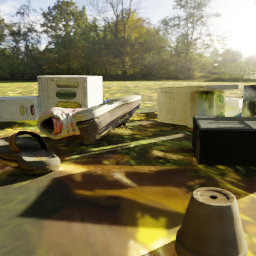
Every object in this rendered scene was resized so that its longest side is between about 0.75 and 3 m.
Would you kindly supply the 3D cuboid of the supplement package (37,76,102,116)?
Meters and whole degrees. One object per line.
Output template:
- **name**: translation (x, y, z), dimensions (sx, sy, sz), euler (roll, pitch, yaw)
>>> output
- **supplement package**: translation (-2.604, -1.488, 12.924), dimensions (2.405, 1.825, 1.811), euler (3, 11, 14)

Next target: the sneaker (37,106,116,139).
- **sneaker**: translation (-1.591, -0.136, 8.774), dimensions (2.601, 0.979, 1.360), euler (2, 15, 8)

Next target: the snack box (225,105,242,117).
- **snack box**: translation (4.313, -0.638, 12.171), dimensions (0.872, 0.278, 1.500), euler (-24, 19, -16)

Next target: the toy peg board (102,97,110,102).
- **toy peg board**: translation (-1.794, -1.436, 15.395), dimensions (1.567, 0.770, 1.573), euler (6, 14, 29)

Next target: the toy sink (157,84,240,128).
- **toy sink**: translation (2.652, -0.858, 10.796), dimensions (1.800, 1.547, 2.762), euler (-7, 9, -31)

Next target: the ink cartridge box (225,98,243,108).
- **ink cartridge box**: translation (4.616, -1.074, 13.658), dimensions (1.808, 0.759, 1.309), euler (8, 14, 33)

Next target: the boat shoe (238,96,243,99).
- **boat shoe**: translation (6.503, -1.345, 15.014), dimensions (0.757, 0.841, 2.331), euler (-12, 12, -7)

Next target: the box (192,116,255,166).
- **box**: translation (2.827, 0.272, 6.879), dimensions (2.333, 0.920, 1.646), euler (1, 15, 8)

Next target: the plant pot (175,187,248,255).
- **plant pot**: translation (0.989, 1.130, 3.289), dimensions (0.835, 0.725, 0.835), euler (1, 13, 0)

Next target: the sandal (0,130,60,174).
- **sandal**: translation (-2.428, 0.437, 6.609), dimensions (1.052, 0.703, 2.575), euler (-9, 15, -36)

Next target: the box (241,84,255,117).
- **box**: translation (5.117, -0.770, 10.269), dimensions (0.967, 1.556, 1.569), euler (-10, 15, -40)

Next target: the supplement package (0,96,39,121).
- **supplement package**: translation (-4.841, -0.882, 12.264), dimensions (1.735, 0.962, 1.351), euler (-3, 12, -12)

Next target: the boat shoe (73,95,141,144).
- **boat shoe**: translation (-0.429, -0.359, 7.998), dimensions (0.993, 0.823, 2.765), euler (-5, 13, 32)
